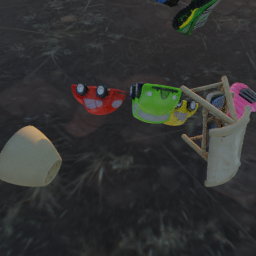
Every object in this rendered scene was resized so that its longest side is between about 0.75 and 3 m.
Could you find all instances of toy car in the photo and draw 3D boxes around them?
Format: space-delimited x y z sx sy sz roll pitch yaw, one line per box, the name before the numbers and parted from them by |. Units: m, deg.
toy car | 0.274 -0.418 5.200 2.789 0.622 2.625 7 3 -8

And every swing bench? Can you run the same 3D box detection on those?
swing bench | 0.908 0.035 2.887 0.512 0.786 0.790 -14 43 -4

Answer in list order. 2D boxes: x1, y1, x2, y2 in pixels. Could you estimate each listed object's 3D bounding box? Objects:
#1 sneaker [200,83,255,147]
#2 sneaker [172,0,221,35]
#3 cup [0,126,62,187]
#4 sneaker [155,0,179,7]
sneaker | 1.647 -0.189 4.557 0.620 0.748 1.569 45 48 15
sneaker | 2.430 -3.934 9.315 0.850 1.994 0.778 19 47 -42
cup | -1.704 0.627 5.138 0.795 1.111 1.111 27 49 7
sneaker | 1.719 -5.349 9.607 1.309 2.352 0.903 23 42 -5
